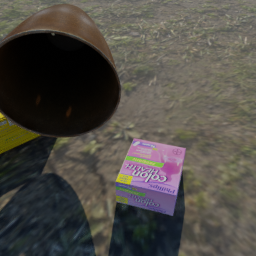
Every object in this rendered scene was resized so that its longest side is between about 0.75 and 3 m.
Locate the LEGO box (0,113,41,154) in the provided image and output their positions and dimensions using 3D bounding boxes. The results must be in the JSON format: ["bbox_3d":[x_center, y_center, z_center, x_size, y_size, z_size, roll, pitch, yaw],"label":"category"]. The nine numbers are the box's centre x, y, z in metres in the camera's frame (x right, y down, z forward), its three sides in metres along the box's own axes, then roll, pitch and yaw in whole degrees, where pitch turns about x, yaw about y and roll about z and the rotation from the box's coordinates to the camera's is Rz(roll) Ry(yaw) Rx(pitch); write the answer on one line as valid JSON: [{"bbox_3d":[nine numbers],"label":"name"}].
[{"bbox_3d":[-3.442,-0.347,7.521,2.586,0.998,1.926,-28,45,-30],"label":"LEGO box"}]

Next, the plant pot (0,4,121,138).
[{"bbox_3d":[-1.523,-1.673,6.466,2.605,2.605,2.788,-2,46,-3],"label":"plant pot"}]

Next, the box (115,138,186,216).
[{"bbox_3d":[0.525,1.013,6.138,1.239,0.681,1.409,11,41,13],"label":"box"}]
